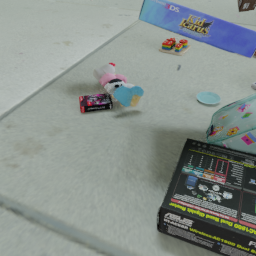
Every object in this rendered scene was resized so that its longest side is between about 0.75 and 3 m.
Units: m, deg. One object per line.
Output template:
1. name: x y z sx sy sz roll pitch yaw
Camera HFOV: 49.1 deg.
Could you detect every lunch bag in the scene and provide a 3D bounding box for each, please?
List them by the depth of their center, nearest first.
1. lunch bag: 3.197 -0.167 6.963 2.523 0.972 2.023 -24 23 36

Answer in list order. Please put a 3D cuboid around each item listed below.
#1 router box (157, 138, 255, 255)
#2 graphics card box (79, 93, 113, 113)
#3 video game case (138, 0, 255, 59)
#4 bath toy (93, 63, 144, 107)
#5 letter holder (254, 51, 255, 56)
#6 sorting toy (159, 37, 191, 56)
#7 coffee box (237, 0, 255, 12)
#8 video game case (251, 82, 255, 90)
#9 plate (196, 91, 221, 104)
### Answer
1. router box: 2.301 1.511 5.803 2.907 0.903 2.178 14 40 19
2. graphics card box: -1.078 -0.848 9.355 1.067 0.271 0.669 -6 38 -10
3. video game case: 1.575 -2.407 6.647 2.490 0.566 2.257 20 21 1
4. bath toy: -0.386 -1.587 9.770 0.913 1.074 2.469 -45 41 3
5. letter holder: 5.794 -3.535 12.750 0.411 0.581 0.817 -34 39 9
6. sorting toy: 2.212 -3.885 13.129 1.172 0.408 1.165 19 41 23
7. coffee box: 3.065 -3.632 7.215 0.408 0.585 1.022 -4 81 10
8. video game case: 5.851 -1.503 10.242 1.964 0.216 1.790 -26 45 -28
9. plate: 2.789 -1.022 9.713 0.835 0.107 0.835 0 37 0
